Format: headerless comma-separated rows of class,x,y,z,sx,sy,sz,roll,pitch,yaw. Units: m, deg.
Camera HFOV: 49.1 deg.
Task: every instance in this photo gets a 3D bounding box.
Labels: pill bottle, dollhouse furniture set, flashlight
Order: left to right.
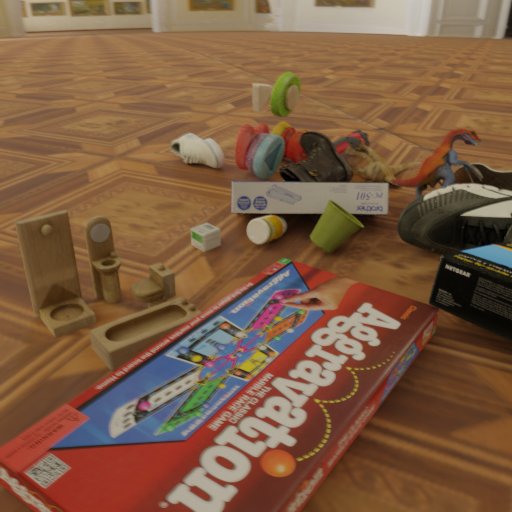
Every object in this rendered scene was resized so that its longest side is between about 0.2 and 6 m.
dollhouse furniture set,-2.025,0.315,7.887,1.828,1.566,1.922,-19,33,-33
pill bottle,0.230,-0.515,10.604,0.484,0.484,0.857,15,18,27
flashlight,2.350,-2.866,15.138,0.645,0.647,1.904,5,29,41

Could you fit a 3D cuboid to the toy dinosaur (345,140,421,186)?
toy dinosaur,2.952,-2.112,13.685,1.483,0.854,2.934,34,27,19

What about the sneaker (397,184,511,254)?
sneaker,4.412,-0.420,9.656,3.763,1.251,1.703,2,25,0

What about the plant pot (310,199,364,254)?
plant pot,1.397,-0.479,10.172,0.813,0.772,0.813,34,15,-10

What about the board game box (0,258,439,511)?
board game box,-0.011,1.519,6.742,2.668,0.504,5.182,19,33,30

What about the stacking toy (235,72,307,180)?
stacking toy,0.706,-3.155,13.910,1.113,2.385,2.635,27,35,22

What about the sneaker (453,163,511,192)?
sneaker,5.376,-1.495,12.566,0.915,0.787,2.162,28,0,-32

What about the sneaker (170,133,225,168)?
sneaker,-1.562,-2.664,14.721,0.756,0.780,2.136,-32,33,-20

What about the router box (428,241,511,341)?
router box,4.301,0.734,7.430,2.359,0.808,3.163,-8,26,-44

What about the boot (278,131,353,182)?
boot,1.215,-2.217,13.394,1.719,0.684,1.974,-21,55,-33

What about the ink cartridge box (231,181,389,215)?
ink cartridge box,1.030,-1.156,11.258,2.977,0.658,1.399,0,6,2

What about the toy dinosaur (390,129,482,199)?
toy dinosaur,4.095,-2.020,12.027,1.219,2.106,2.321,-1,-22,43

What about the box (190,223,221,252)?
box,-0.946,-0.349,10.488,0.416,0.357,0.414,-24,36,-36
